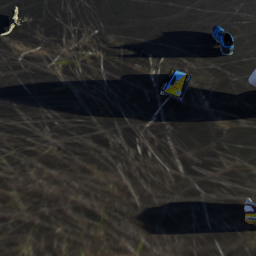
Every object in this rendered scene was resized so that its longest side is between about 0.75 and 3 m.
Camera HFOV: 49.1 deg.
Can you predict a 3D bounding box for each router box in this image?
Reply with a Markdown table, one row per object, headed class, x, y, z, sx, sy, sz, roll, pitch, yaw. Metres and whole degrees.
| class | x | y | z | sx | sy | sz | roll | pitch | yaw |
| --- | --- | --- | --- | --- | --- | --- | --- | --- | --- |
| router box | 1.513 | -1.347 | 8.789 | 0.715 | 0.245 | 0.959 | 21 | 62 | 12 |

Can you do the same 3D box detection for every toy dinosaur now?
| class | x | y | z | sx | sy | sz | roll | pitch | yaw |
| --- | --- | --- | --- | --- | --- | --- | --- | --- | --- |
| toy dinosaur | -4.125 | -3.876 | 10.247 | 0.647 | 0.349 | 1.469 | -1 | 59 | 16 |

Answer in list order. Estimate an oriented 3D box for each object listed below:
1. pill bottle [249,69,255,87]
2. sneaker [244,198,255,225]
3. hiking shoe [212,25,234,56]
| class | x | y | z | sx | sy | sz | roll | pitch | yaw |
| --- | --- | --- | --- | --- | --- | --- | --- | --- | --- |
| pill bottle | 4.524 | -1.218 | 8.125 | 1.762 | 0.989 | 0.989 | 38 | 66 | 5 |
| sneaker | 3.501 | 2.017 | 6.636 | 1.394 | 0.522 | 0.628 | 8 | 66 | 4 |
| hiking shoe | 3.333 | -3.147 | 9.652 | 0.511 | 0.595 | 1.373 | -11 | 60 | -7 |
